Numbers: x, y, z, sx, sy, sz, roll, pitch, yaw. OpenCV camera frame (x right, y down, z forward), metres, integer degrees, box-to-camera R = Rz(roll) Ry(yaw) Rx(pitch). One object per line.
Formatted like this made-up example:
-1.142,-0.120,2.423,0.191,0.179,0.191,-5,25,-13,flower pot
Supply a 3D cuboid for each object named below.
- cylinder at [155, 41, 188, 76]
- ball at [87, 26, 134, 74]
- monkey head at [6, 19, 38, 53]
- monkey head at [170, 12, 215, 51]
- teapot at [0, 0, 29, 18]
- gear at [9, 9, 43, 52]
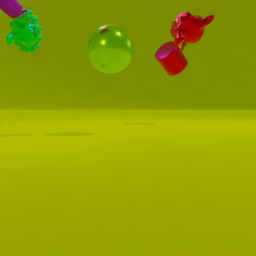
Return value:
1.684,-2.694,10.880,0.960,0.960,0.960,4,-31,47,cylinder
-0.391,-1.737,6.244,1.029,1.029,1.029,0,4,0,ball
-3.510,-3.055,9.338,0.806,0.962,1.337,25,-34,4,monkey head
2.207,-3.441,10.241,1.164,1.389,1.931,19,-29,-19,monkey head
-3.176,-3.379,7.675,0.552,0.701,1.127,-43,-19,8,teapot
-3.823,-3.627,10.480,1.508,1.508,0.279,3,19,33,gear
